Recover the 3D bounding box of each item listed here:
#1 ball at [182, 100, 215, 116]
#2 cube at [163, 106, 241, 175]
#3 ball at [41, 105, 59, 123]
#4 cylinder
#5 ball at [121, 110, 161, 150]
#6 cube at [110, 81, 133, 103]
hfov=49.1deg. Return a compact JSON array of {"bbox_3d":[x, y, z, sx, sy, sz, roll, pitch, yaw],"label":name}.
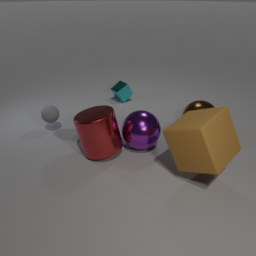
[{"bbox_3d":[2.763,-0.366,10.759,1.400,1.400,1.400,0,28,0],"label":"ball"},{"bbox_3d":[2.130,0.346,8.060,1.400,1.400,1.400,-34,17,-35],"label":"cube"},{"bbox_3d":[-3.058,-0.548,11.025,0.700,0.700,0.700,0,28,0],"label":"ball"},{"bbox_3d":[-0.999,0.129,9.543,1.400,1.400,1.400,-11,25,5],"label":"cylinder"},{"bbox_3d":[0.464,0.068,9.938,1.400,1.400,1.400,0,28,0],"label":"ball"},{"bbox_3d":[-0.307,-1.819,13.954,0.700,0.700,0.700,-43,42,-12],"label":"cube"}]
